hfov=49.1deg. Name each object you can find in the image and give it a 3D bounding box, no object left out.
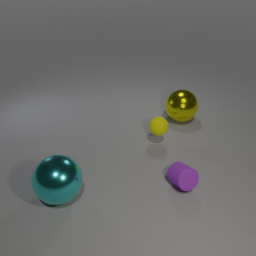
[{"bbox_3d":[1.141,-0.067,10.376,0.700,0.700,0.700,0,31,0],"label":"ball"},{"bbox_3d":[2.297,-0.944,11.979,1.400,1.400,1.400,0,31,0],"label":"ball"},{"bbox_3d":[-1.986,1.446,7.904,1.400,1.400,1.400,0,31,0],"label":"ball"},{"bbox_3d":[1.652,1.448,8.450,0.700,0.700,0.700,-12,16,-19],"label":"cylinder"}]
